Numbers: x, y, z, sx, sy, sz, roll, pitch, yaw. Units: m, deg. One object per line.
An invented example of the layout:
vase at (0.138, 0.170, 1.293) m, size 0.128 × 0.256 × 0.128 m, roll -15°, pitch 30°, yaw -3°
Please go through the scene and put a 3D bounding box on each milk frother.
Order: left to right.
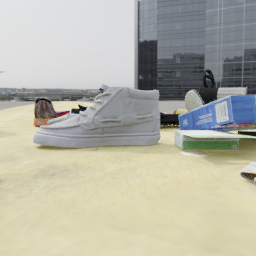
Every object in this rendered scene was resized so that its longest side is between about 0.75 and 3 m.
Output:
milk frother at (5.499, -2.105, 16.097) m, size 2.549 × 2.710 × 2.446 m, roll 4°, pitch 4°, yaw 24°

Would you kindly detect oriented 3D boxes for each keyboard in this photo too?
keyboard at (0.713, -0.254, 9.570) m, size 2.656 × 0.341 × 1.595 m, roll -2°, pitch -11°, yaw -7°

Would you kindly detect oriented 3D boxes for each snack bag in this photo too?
snack bag at (-1.117, -0.160, 8.235) m, size 2.011 × 0.228 × 2.133 m, roll 3°, pitch -6°, yaw -29°

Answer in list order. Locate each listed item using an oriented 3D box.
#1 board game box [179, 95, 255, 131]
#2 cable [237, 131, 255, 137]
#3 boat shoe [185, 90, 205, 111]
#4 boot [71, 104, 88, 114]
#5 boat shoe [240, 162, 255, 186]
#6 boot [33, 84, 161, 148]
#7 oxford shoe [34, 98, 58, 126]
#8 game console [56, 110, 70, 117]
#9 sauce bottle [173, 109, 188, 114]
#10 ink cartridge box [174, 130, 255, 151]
board game box at (3.126, -0.302, 6.923) m, size 2.889 × 0.630 × 2.903 m, roll -4°, pitch -4°, yaw -9°
cable at (3.590, 0.084, 7.142) m, size 0.797 × 0.413 × 1.642 m, roll -8°, pitch 10°, yaw -21°
boat shoe at (2.120, -0.579, 8.439) m, size 0.526 × 1.464 × 0.436 m, roll 0°, pitch 42°, yaw 39°
boot at (-1.650, -0.828, 13.548) m, size 1.853 × 0.708 × 1.557 m, roll -14°, pitch 18°, yaw -39°
boat shoe at (1.691, 0.640, 3.432) m, size 0.281 × 0.285 × 0.803 m, roll -29°, pitch 17°, yaw -11°
boot at (-0.670, -0.312, 6.408) m, size 2.901 × 1.387 × 1.067 m, roll -1°, pitch 7°, yaw -12°
oxford shoe at (-3.247, -0.696, 11.145) m, size 1.004 × 1.027 × 2.817 m, roll -2°, pitch 7°, yaw -18°
game console at (-4.076, -0.801, 15.294) m, size 1.546 × 0.271 × 1.748 m, roll 1°, pitch 6°, yaw 3°
sauce bottle at (2.660, -0.419, 10.923) m, size 1.807 × 0.597 × 0.597 m, roll 8°, pitch 11°, yaw 36°
ink cartridge box at (1.661, 0.271, 5.620) m, size 1.180 × 0.389 × 1.622 m, roll 0°, pitch 5°, yaw -2°
